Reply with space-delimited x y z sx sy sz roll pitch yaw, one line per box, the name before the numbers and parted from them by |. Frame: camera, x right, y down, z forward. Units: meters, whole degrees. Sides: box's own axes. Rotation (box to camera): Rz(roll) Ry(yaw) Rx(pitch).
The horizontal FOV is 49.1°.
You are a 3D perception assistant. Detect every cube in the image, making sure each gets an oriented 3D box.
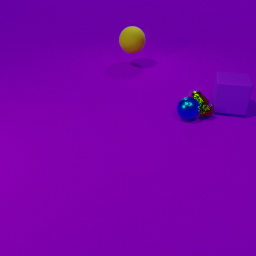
cube | 3.261 -1.109 8.857 1.008 1.008 1.008 7 32 12

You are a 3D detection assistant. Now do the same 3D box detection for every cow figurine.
cow figurine | 2.306 -0.770 8.752 0.910 0.499 0.895 50 22 2

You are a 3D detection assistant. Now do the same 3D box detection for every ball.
ball | 1.834 -0.603 8.514 0.709 0.709 0.709 0 36 0
ball | 0.177 -3.598 11.491 1.068 1.068 1.068 0 36 0
